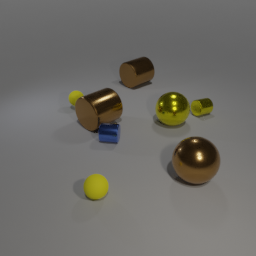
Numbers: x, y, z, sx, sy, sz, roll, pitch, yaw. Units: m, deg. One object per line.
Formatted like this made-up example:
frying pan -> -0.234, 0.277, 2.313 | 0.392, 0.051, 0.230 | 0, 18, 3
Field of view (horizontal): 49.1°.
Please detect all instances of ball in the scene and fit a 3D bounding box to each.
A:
ball -> -2.324, -1.336, 12.631 | 0.700, 0.700, 0.700 | 0, 30, 0
ball -> 1.810, -0.776, 11.384 | 1.400, 1.400, 1.400 | 0, 30, 0
ball -> -0.891, 1.633, 7.813 | 0.700, 0.700, 0.700 | 0, 30, 0
ball -> 2.008, 0.946, 8.300 | 1.400, 1.400, 1.400 | 0, 30, 0

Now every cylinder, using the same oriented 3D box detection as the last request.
cylinder -> 3.230, -0.927, 12.243 | 0.700, 0.700, 0.700 | -12, 32, -27
cylinder -> -1.168, -0.771, 11.307 | 1.400, 1.400, 1.400 | 25, 38, 36
cylinder -> -0.674, 0.172, 10.379 | 0.700, 0.700, 0.700 | 4, 30, 8
cylinder -> 0.481, -3.030, 15.206 | 1.400, 1.400, 1.400 | -26, 39, -33
